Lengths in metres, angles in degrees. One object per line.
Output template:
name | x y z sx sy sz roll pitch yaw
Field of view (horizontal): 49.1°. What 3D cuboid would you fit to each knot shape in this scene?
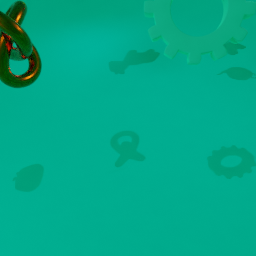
knot shape | -1.499 -1.071 3.695 0.540 1.094 1.169 -12 25 -9

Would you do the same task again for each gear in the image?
gear | 0.700 -1.187 2.817 1.054 1.054 0.195 6 9 5
